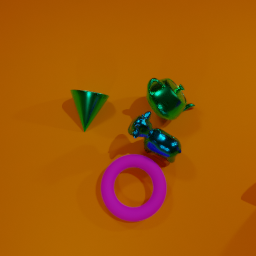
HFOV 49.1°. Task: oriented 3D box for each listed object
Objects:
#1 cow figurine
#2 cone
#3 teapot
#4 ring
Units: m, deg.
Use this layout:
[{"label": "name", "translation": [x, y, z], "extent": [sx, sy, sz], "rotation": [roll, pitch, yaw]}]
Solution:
[{"label": "cow figurine", "translation": [0.711, 0.250, 7.148], "extent": [1.445, 1.422, 0.793], "rotation": [27, 75, 19]}, {"label": "cone", "translation": [-1.170, -0.440, 8.053], "extent": [1.135, 1.135, 1.139], "rotation": [8, 91, 4]}, {"label": "teapot", "translation": [1.186, -0.844, 7.835], "extent": [0.961, 1.963, 1.221], "rotation": [-37, 47, 26]}, {"label": "ring", "translation": [0.139, 1.489, 7.080], "extent": [1.662, 0.332, 1.662], "rotation": [-1, 75, 2]}]
